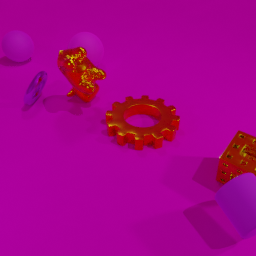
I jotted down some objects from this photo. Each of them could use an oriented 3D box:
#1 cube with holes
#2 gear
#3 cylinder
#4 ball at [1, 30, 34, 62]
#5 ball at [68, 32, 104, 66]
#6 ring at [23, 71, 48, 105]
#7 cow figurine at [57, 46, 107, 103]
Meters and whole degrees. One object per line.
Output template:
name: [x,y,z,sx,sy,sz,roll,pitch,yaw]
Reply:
cube with holes: [2.303,0.713,5.448,0.806,0.806,0.806,27,59,30]
gear: [0.360,-0.193,7.051,1.823,0.337,1.823,0,39,0]
cylinder: [1.907,1.231,4.450,0.751,0.751,0.751,-16,52,-18]
ball: [-3.793,-2.815,9.658,1.044,1.044,1.044,0,39,0]
ball: [-1.380,-2.524,9.166,1.174,1.174,1.174,0,39,0]
ring: [-2.518,-1.091,7.659,0.212,1.058,1.058,30,40,-9]
cow figurine: [-1.312,-1.384,7.404,1.662,1.689,0.927,16,64,50]
